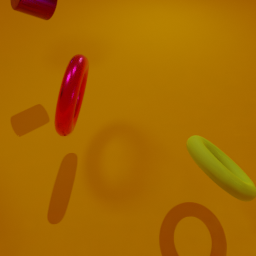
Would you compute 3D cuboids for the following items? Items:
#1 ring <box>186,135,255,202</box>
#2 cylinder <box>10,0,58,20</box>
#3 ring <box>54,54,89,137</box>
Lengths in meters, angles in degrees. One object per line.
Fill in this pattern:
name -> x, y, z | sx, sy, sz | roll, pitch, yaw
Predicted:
ring -> 1.883, 0.786, 5.703 | 0.341, 1.703, 1.703 | -50, 56, 16
cylinder -> -2.495, -3.467, 7.440 | 0.932, 0.932, 0.932 | 4, 41, -42
ring -> -1.266, -0.732, 6.400 | 0.381, 1.906, 1.906 | 14, 51, -6
